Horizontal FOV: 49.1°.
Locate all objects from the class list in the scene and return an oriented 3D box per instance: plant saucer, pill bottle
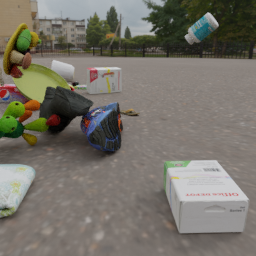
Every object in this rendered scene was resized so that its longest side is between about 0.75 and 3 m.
[{"bbox_3d":[-3.692,-1.778,12.004,2.590,0.402,2.590,26,35,-20],"label":"plant saucer"},{"bbox_3d":[2.677,-3.605,10.312,1.157,0.641,0.641,-37,-3,31],"label":"pill bottle"}]

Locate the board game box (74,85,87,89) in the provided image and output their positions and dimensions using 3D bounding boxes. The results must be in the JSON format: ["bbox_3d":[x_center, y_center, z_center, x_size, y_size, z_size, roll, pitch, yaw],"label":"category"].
[{"bbox_3d":[-2.529,-2.388,16.349,1.013,0.148,0.682,3,17,10],"label":"board game box"}]

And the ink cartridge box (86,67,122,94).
[{"bbox_3d":[-1.259,-2.522,14.833,1.769,1.284,0.738,-7,21,-23],"label":"ink cartridge box"}]

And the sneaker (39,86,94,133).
[{"bbox_3d":[-1.887,-0.439,8.018,1.114,1.332,2.934,25,-5,-24],"label":"sneaker"}]

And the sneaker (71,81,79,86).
[{"bbox_3d":[-3.262,-2.663,17.062,0.486,0.318,0.842,-6,7,-2],"label":"sneaker"}]

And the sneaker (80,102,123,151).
[{"bbox_3d":[-0.770,0.002,7.582,1.112,1.068,2.834,-10,10,4],"label":"sneaker"}]

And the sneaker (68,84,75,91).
[{"bbox_3d":[-3.459,-2.033,14.495,1.507,0.589,0.681,-12,23,-34],"label":"sneaker"}]

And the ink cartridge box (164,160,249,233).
[{"bbox_3d":[1.173,1.053,4.558,0.988,0.573,1.364,-1,17,-2],"label":"ink cartridge box"}]

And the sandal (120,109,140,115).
[{"bbox_3d":[0.056,-0.629,10.550,0.856,0.231,0.344,14,22,38],"label":"sandal"}]

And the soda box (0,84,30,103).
[{"bbox_3d":[-5.028,-1.558,12.677,2.339,0.742,0.819,3,18,9],"label":"soda box"}]

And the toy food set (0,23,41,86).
[{"bbox_3d":[-2.103,-1.434,5.627,0.465,0.837,1.423,17,58,-6],"label":"toy food set"}]

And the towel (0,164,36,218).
[{"bbox_3d":[-2.547,1.082,4.863,1.570,0.378,1.344,-1,20,-4],"label":"towel"}]

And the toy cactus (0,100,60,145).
[{"bbox_3d":[-3.256,0.198,6.697,2.345,1.453,2.842,-10,11,37],"label":"toy cactus"}]

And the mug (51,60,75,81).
[{"bbox_3d":[-4.396,-3.840,19.102,1.454,1.419,1.772,6,23,-8],"label":"mug"}]
